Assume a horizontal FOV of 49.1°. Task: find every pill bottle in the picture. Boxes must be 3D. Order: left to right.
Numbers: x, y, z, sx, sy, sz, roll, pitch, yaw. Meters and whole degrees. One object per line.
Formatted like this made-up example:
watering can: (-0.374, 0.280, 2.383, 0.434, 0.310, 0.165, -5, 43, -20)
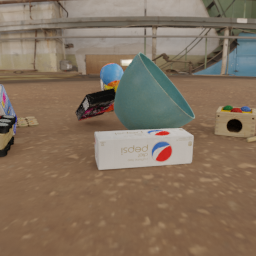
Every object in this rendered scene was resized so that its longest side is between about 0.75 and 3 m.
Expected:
pill bottle: (-0.858, -3.776, 23.553, 2.726, 1.517, 1.517, 0, 14, 2)

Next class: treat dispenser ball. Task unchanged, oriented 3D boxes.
treat dispenser ball: (-0.816, -2.686, 14.200, 1.185, 1.185, 1.185, 0, 14, 0)

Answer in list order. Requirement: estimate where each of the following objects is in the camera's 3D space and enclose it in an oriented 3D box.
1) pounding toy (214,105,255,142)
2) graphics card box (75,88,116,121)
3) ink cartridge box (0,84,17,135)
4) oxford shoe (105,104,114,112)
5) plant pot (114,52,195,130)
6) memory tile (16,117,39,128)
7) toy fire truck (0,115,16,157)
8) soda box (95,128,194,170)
pounding toy: (4.369, -0.208, 10.224, 2.216, 1.014, 1.947, 6, 15, 22)
graphics card box: (-1.370, -0.954, 11.758, 1.246, 0.505, 1.985, -17, -11, -28)
ink cartridge box: (-4.906, -0.448, 9.855, 1.560, 2.286, 0.873, -2, 55, -7)
oxford shoe: (-1.084, -1.033, 15.102, 1.143, 0.407, 0.415, -9, -11, -26)
plant pot: (0.667, -0.899, 10.051, 2.003, 2.974, 2.974, -40, 2, 19)
memory tile: (-4.622, -0.249, 12.207, 1.293, 0.142, 1.686, -6, 15, -24)
toy fire truck: (-4.576, 0.267, 8.483, 1.970, 1.267, 1.734, 7, 12, -15)
soda box: (0.415, 0.536, 7.641, 2.583, 0.822, 0.880, -3, 14, -12)
